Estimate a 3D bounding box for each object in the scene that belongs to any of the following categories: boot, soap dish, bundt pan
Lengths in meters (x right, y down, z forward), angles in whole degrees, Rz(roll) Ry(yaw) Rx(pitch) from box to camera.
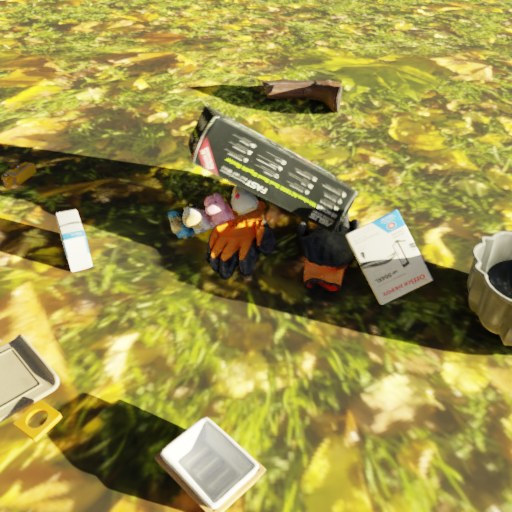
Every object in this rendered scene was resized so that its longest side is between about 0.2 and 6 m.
[{"bbox_3d":[1.342,-4.936,17.089,2.454,0.788,2.287,5,25,1],"label":"boot"},{"bbox_3d":[-0.614,2.809,7.419,1.189,0.483,0.936,31,48,34],"label":"soap dish"},{"bbox_3d":[4.821,0.761,9.405,2.740,1.029,2.740,6,37,-5],"label":"bundt pan"}]

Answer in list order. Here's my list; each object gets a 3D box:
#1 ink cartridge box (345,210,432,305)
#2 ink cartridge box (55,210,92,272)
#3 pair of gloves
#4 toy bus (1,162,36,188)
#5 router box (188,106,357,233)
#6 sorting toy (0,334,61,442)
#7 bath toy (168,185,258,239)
[{"bbox_3d":[2.352,0.028,9.979,1.023,1.402,0.591,-27,-4,8],"label":"ink cartridge box"},{"bbox_3d":[-3.648,-0.315,11.185,0.452,0.771,1.053,-14,40,-18],"label":"ink cartridge box"},{"bbox_3d":[0.569,-0.362,11.485,3.052,0.377,2.719,7,38,11],"label":"pair of gloves"},{"bbox_3d":[-5.810,-1.967,13.711,0.342,0.284,0.874,13,39,14],"label":"toy bus"},{"bbox_3d":[0.211,-1.790,11.262,3.131,0.973,2.346,25,14,-16],"label":"router box"},{"bbox_3d":[-3.939,2.034,8.537,1.511,0.365,2.683,-33,48,-29],"label":"sorting toy"},{"bbox_3d":[-0.868,-0.944,11.338,1.833,0.678,0.797,-21,0,18],"label":"bath toy"}]
